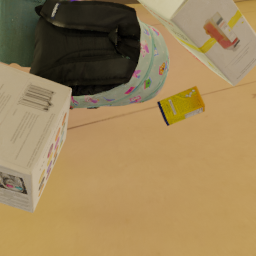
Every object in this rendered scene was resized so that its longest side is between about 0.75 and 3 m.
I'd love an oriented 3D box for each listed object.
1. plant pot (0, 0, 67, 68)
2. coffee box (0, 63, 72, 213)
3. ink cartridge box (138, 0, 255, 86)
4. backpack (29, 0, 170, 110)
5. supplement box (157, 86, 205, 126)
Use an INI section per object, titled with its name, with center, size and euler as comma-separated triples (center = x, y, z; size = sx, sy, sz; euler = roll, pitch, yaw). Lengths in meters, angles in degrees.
[plant pot]
center = -2.562, -2.733, 6.790
size = 2.159, 2.115, 2.159
euler = 14, 26, -7
[coffee box]
center = -2.112, 0.161, 4.819
size = 1.729, 1.710, 1.727
euler = 19, 53, -4
[ink cartridge box]
center = 1.718, -2.518, 6.713
size = 2.824, 1.178, 2.050
euler = 29, 20, -40
[backpack]
center = -0.599, -1.412, 5.646
size = 2.768, 2.310, 1.752
euler = 5, 3, 34
[supplement box]
center = 1.163, -0.466, 6.104
size = 0.909, 0.495, 0.498
euler = -22, 75, 9
